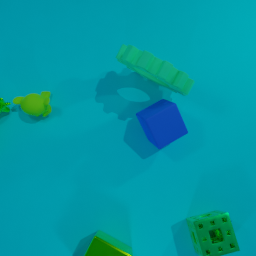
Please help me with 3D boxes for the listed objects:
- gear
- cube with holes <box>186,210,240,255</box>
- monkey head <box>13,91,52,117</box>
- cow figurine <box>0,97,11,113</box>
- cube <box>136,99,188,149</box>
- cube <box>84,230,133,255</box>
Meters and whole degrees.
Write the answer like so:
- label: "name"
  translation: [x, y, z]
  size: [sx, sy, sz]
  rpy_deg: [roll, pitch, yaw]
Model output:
- label: "gear"
  translation: [0.683, -1.465, 7.181]
  size: [2.045, 2.045, 0.378]
  rpy_deg: [28, 96, 6]
- label: "cube with holes"
  translation: [2.052, 2.604, 6.922]
  size: [0.872, 0.872, 0.872]
  rpy_deg: [-13, 77, -3]
- label: "monkey head"
  translation: [-2.503, -0.749, 7.725]
  size: [1.210, 0.729, 0.871]
  rpy_deg: [4, 68, 21]
- label: "cow figurine"
  translation: [-3.878, -0.093, 7.484]
  size: [1.567, 0.874, 1.592]
  rpy_deg: [-18, 72, 8]
- label: "cube"
  translation: [0.877, -0.131, 7.379]
  size: [0.893, 0.893, 0.893]
  rpy_deg: [-29, 108, -6]
- label: "cube"
  translation: [-0.546, 3.206, 6.710]
  size: [1.010, 1.010, 1.010]
  rpy_deg: [27, 79, 5]
